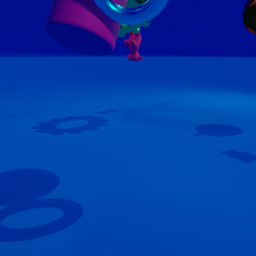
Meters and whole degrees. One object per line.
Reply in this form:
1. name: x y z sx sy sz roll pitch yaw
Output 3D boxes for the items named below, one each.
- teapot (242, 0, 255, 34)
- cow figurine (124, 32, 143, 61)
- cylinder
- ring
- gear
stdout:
1. teapot: 3.772 -3.088 7.798 1.226 1.972 0.966 3 40 47
2. cow figurine: 0.250 -2.939 10.167 0.533 0.970 0.955 14 -16 32
3. cylinder: -0.657 -1.979 4.688 1.151 1.151 1.151 14 -7 2
4. ring: 0.019 -1.982 3.788 1.196 1.196 0.239 2 46 6
5. gear: -0.300 -3.481 8.458 2.067 0.382 2.067 -3 -13 -1
